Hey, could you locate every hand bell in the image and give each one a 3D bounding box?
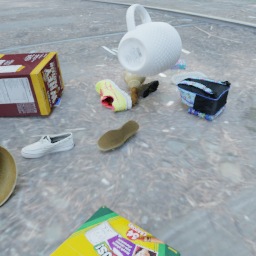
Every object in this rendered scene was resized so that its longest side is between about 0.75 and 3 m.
[{"bbox_3d":[0.303,-1.851,13.597,1.181,1.181,2.268,1,44,2],"label":"hand bell"}]

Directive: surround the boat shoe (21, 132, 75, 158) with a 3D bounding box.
[{"bbox_3d":[-2.841,0.561,9.959,1.871,0.615,0.673,-9,34,-14],"label":"boat shoe"}]

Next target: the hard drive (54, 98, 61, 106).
[{"bbox_3d":[-3.694,-1.204,13.146,1.004,0.127,0.662,-1,33,-2],"label":"hard drive"}]

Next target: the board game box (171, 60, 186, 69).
[{"bbox_3d":[2.876,-3.919,17.206,1.268,0.285,0.964,1,33,2],"label":"board game box"}]

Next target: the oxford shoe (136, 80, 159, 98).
[{"bbox_3d":[0.986,-2.075,14.091,0.672,0.579,1.593,24,40,34],"label":"oxford shoe"}]

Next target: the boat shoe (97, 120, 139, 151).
[{"bbox_3d":[-0.353,0.374,10.406,1.889,0.592,0.692,-28,68,-32],"label":"boat shoe"}]

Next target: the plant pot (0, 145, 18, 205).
[{"bbox_3d":[-4.590,1.283,8.026,2.030,1.892,1.892,4,30,34],"label":"plant pot"}]

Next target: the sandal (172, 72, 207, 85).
[{"bbox_3d":[3.284,-2.600,14.963,1.885,0.767,0.463,5,-7,9],"label":"sandal"}]

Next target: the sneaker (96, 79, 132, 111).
[{"bbox_3d":[-0.916,-1.498,12.877,1.096,0.948,2.426,-25,41,-29],"label":"sneaker"}]

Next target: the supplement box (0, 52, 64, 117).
[{"bbox_3d":[-4.736,-2.025,12.593,2.849,1.891,2.810,-2,33,5],"label":"supplement box"}]

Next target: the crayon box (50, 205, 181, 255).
[{"bbox_3d":[-0.326,3.004,6.124,2.265,0.660,1.955,22,39,30],"label":"crayon box"}]

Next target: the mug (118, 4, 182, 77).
[{"bbox_3d":[0.686,-3.547,11.503,2.164,2.931,2.569,-8,16,33],"label":"mug"}]

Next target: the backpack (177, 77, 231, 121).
[{"bbox_3d":[3.183,-1.425,12.324,2.050,1.379,1.872,23,39,30],"label":"backpack"}]
